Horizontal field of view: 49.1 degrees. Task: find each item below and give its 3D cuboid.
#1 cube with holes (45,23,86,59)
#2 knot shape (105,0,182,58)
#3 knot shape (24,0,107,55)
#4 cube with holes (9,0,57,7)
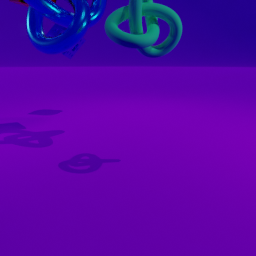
[{"bbox_3d":[-2.070,-2.955,9.316,0.851,0.851,0.851,41,6,-1],"label":"cube with holes"},{"bbox_3d":[0.179,-1.513,4.071,1.097,1.172,0.542,-38,18,-27],"label":"knot shape"},{"bbox_3d":[-1.258,-2.597,5.630,1.950,2.083,0.963,-29,-1,-23],"label":"knot shape"},{"bbox_3d":[-2.151,-3.199,6.439,0.808,0.808,0.808,3,19,-39],"label":"cube with holes"}]
